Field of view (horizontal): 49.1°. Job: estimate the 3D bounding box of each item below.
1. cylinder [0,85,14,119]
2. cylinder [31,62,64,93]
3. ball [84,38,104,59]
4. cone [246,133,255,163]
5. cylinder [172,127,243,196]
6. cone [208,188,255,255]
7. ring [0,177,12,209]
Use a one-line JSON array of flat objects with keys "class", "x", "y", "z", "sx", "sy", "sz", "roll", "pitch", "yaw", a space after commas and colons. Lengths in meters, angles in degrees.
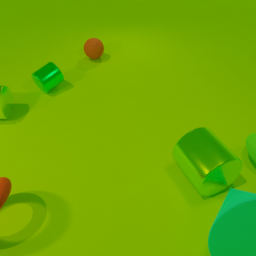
[{"class": "cylinder", "x": -3.911, "y": -0.729, "z": 7.956, "sx": 0.965, "sy": 0.965, "sz": 0.965, "roll": -1, "pitch": 43, "yaw": -1}, {"class": "cylinder", "x": -2.572, "y": -1.625, "z": 9.004, "sx": 0.744, "sy": 0.744, "sz": 0.744, "roll": 34, "pitch": 65, "yaw": 31}, {"class": "ball", "x": -1.281, "y": -2.988, "z": 10.521, "sx": 0.769, "sy": 0.769, "sz": 0.769, "roll": 0, "pitch": 43, "yaw": 0}, {"class": "cone", "x": 3.568, "y": 0.256, "z": 6.385, "sx": 1.180, "sy": 1.184, "sz": 1.180, "roll": 12, "pitch": 49, "yaw": -14}, {"class": "cylinder", "x": 1.735, "y": 0.735, "z": 6.245, "sx": 1.110, "sy": 1.110, "sz": 1.110, "roll": -17, "pitch": 45, "yaw": -18}, {"class": "cone", "x": 2.233, "y": 1.618, "z": 5.443, "sx": 1.670, "sy": 1.670, "sz": 1.676, "roll": 3, "pitch": 19, "yaw": 3}, {"class": "ring", "x": -2.736, "y": 1.486, "z": 5.294, "sx": 1.320, "sy": 0.264, "sz": 1.320, "roll": -33, "pitch": 26, "yaw": 18}]
